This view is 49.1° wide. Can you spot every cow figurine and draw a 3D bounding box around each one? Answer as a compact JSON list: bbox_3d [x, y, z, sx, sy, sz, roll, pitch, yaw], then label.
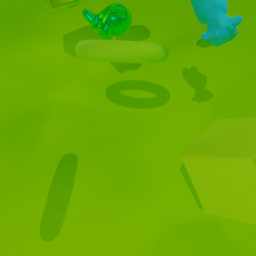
[{"bbox_3d":[1.528,-2.187,5.120,0.724,1.319,1.298,-24,22,21],"label":"cow figurine"}]

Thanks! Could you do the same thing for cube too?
[{"bbox_3d":[-1.913,-3.810,7.335,1.297,1.297,1.297,-32,25,-23],"label":"cube"},{"bbox_3d":[1.875,0.647,4.579,1.235,1.235,1.235,-37,21,-33],"label":"cube"}]

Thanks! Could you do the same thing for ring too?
[{"bbox_3d":[-0.125,-1.604,5.943,1.962,0.392,1.962,3,14,-1],"label":"ring"}]

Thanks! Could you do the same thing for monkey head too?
[{"bbox_3d":[-0.492,-2.836,7.190,1.178,0.987,1.637,42,11,-10],"label":"monkey head"}]
